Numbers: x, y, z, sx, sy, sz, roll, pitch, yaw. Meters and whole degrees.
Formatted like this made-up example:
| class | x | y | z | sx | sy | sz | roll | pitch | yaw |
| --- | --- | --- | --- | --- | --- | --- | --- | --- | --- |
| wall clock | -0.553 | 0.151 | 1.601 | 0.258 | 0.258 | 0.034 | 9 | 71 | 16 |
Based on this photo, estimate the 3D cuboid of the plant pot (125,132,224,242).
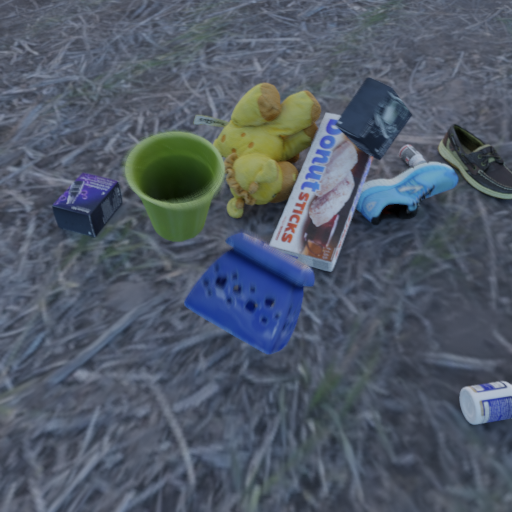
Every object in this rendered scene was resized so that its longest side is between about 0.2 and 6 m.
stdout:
| class | x | y | z | sx | sy | sz | roll | pitch | yaw |
| --- | --- | --- | --- | --- | --- | --- | --- | --- | --- |
| plant pot | -1.124 | -0.855 | 7.922 | 1.299 | 1.233 | 1.299 | 3 | 58 | -4 |

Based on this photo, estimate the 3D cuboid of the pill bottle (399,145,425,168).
| class | x | y | z | sx | sy | sz | roll | pitch | yaw |
| --- | --- | --- | --- | --- | --- | --- | --- | --- | --- |
| pill bottle | 3.589 | -2.244 | 12.846 | 0.355 | 0.355 | 0.612 | -17 | 49 | -16 |

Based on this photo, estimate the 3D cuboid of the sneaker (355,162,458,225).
| class | x | y | z | sx | sy | sz | roll | pitch | yaw |
| --- | --- | --- | --- | --- | --- | --- | --- | --- | --- |
| sneaker | 3.162 | -1.160 | 11.537 | 2.227 | 0.873 | 1.002 | -20 | 55 | -4 |

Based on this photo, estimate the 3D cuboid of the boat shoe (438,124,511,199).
| class | x | y | z | sx | sy | sz | roll | pitch | yaw |
| --- | --- | --- | --- | --- | --- | --- | --- | --- | --- |
| boat shoe | 4.959 | -2.124 | 12.446 | 0.845 | 0.748 | 2.308 | -23 | 50 | -21 |

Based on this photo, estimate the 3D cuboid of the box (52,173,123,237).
| class | x | y | z | sx | sy | sz | roll | pitch | yaw |
| --- | --- | --- | --- | --- | --- | --- | --- | --- | --- |
| box | -3.436 | -1.056 | 11.502 | 0.882 | 0.622 | 1.192 | 14 | 47 | 12 |

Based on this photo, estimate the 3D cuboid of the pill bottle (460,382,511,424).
| class | x | y | z | sx | sy | sz | roll | pitch | yaw |
| --- | --- | --- | --- | --- | --- | --- | --- | --- | --- |
| pill bottle | 3.605 | 2.185 | 8.405 | 0.918 | 0.549 | 0.549 | -7 | 46 | -6 |

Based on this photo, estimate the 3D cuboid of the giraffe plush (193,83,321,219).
| class | x | y | z | sx | sy | sz | roll | pitch | yaw |
| --- | --- | --- | --- | --- | --- | --- | --- | --- | --- |
| giraffe plush | 0.119 | -2.005 | 11.582 | 2.661 | 2.296 | 2.158 | -6 | 60 | -5 |

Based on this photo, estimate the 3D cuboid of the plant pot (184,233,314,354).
| class | x | y | z | sx | sy | sz | roll | pitch | yaw |
| --- | --- | --- | --- | --- | --- | --- | --- | --- | --- |
| plant pot | 0.018 | 0.495 | 8.280 | 1.468 | 1.468 | 1.320 | 29 | 94 | 14 |

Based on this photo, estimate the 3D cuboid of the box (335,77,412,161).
| class | x | y | z | sx | sy | sz | roll | pitch | yaw |
| --- | --- | --- | --- | --- | --- | --- | --- | --- | --- |
| box | 2.242 | -2.593 | 10.671 | 0.676 | 1.072 | 1.090 | 41 | 100 | 38 |

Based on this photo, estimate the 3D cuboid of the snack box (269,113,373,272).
| class | x | y | z | sx | sy | sz | roll | pitch | yaw |
| --- | --- | --- | --- | --- | --- | --- | --- | --- | --- |
| snack box | 1.448 | -1.373 | 11.222 | 1.253 | 0.424 | 3.486 | 15 | 63 | 17 |
